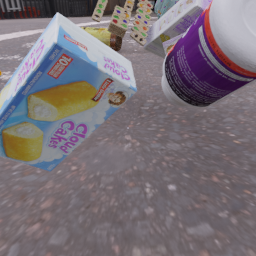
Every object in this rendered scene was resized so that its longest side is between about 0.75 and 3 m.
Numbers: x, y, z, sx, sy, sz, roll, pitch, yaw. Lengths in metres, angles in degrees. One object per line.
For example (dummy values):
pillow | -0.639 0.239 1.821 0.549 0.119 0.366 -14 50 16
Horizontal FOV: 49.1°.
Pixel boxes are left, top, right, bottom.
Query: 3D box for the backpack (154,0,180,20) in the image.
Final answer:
backpack | 1.504 -4.324 9.678 1.310 1.570 0.994 0 57 -19

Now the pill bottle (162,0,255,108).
pill bottle | 1.566 -1.255 5.121 1.456 1.456 2.590 -10 -10 -19

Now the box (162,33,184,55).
box | 1.599 -2.022 6.139 0.386 0.414 1.998 -26 11 -36

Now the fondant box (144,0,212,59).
fondant box | 1.839 -2.760 8.153 1.763 0.712 2.444 18 -21 -25

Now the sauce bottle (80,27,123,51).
sauce bottle | -1.384 -3.120 9.728 2.352 0.777 0.777 10 28 14

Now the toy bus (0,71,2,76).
toy bus | -3.611 -1.422 6.640 0.845 0.880 0.597 -37 34 -3

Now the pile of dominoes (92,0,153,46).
pile of dominoes | -0.029 -3.453 8.058 1.647 0.336 2.113 20 58 -13

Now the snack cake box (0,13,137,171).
snack cake box | -1.040 -0.329 3.917 1.214 2.111 0.709 27 36 -34
